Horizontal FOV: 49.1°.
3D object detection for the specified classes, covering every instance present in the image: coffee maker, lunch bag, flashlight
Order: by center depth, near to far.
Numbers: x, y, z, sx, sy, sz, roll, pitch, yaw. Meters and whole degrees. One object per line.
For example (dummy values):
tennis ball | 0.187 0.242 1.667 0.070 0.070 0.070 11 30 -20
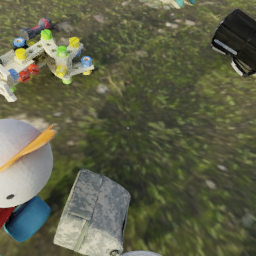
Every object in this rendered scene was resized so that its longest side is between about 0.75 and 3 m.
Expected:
lunch bag | -0.551 1.545 4.967 1.127 0.936 1.344 19 34 -3
coffee maker | 3.320 -2.403 7.585 1.757 1.687 1.183 42 52 15
flashlight | -3.072 -3.328 9.360 0.448 0.449 1.323 2 33 31

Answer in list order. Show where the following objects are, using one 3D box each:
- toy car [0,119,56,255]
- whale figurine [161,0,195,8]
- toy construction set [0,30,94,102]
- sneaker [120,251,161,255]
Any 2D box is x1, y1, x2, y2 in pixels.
toy car | -2.019 0.762 3.956 2.402 2.606 2.305 49 34 -10
whale figurine | 1.363 -3.884 7.521 1.647 0.854 1.310 1 72 -42
toy construction set | -2.488 -1.518 7.199 1.948 1.369 2.971 31 42 18
sneaker | 0.720 2.838 3.889 2.677 1.579 0.985 3 24 47
